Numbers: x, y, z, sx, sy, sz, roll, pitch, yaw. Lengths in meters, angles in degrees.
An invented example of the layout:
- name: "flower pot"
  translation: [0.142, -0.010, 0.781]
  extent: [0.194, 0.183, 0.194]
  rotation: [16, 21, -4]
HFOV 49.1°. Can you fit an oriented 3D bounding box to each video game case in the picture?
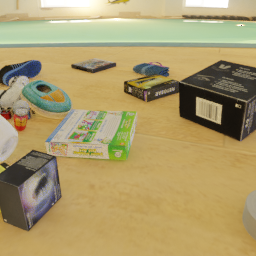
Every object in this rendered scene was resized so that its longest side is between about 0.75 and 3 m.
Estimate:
- name: "video game case"
  translation: [-2.209, -4.088, 18.232]
  extent: [1.988, 0.281, 2.200]
  rotation: [21, 34, 34]

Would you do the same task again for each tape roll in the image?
- name: "tape roll"
  translation: [3.334, 1.983, 6.115]
  extent: [1.522, 0.503, 1.522]
  rotation: [1, 27, 0]

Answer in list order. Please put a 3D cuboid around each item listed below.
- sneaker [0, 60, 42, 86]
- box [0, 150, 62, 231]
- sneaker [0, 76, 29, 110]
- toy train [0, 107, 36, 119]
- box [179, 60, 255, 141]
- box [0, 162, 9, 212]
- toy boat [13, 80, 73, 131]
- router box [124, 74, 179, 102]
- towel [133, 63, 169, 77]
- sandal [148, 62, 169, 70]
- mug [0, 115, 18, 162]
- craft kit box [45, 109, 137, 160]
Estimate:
- name: "sneaker"
  translation: [-6.192, -3.249, 15.753]
  extent: [1.156, 1.041, 2.969]
  rotation: [19, 33, 18]
- name: "box"
  translation: [-2.235, 1.399, 6.423]
  extent: [0.782, 1.269, 1.259]
  rotation: [12, 30, 22]
- name: "sneaker"
  translation: [-4.692, -1.545, 12.542]
  extent: [1.522, 0.995, 2.648]
  rotation: [5, 33, 8]
- name: "toy train"
  translation: [-4.905, -0.580, 11.255]
  extent: [2.317, 0.395, 0.531]
  rotation: [0, 31, 0]
- name: "box"
  translation: [3.919, -1.212, 10.746]
  extent: [2.837, 1.666, 2.790]
  rotation: [-29, 39, -30]
- name: "box"
  translation: [-3.765, 1.791, 6.276]
  extent: [1.058, 0.705, 2.812]
  rotation: [21, 33, 34]
- name: "toy boat"
  translation: [-3.388, -0.978, 10.796]
  extent: [2.227, 1.231, 2.649]
  rotation: [28, 40, 9]
- name: "router box"
  translation: [1.181, -2.032, 13.855]
  extent: [2.238, 0.584, 1.759]
  rotation: [-20, 33, -34]
- name: "towel"
  translation: [1.372, -3.485, 16.792]
  extent: [1.189, 0.517, 2.129]
  rotation: [-24, 36, -38]
- name: "sandal"
  translation: [1.796, -4.029, 17.904]
  extent: [1.913, 0.470, 0.778]
  rotation: [18, 32, 31]
- name: "mug"
  translation: [-4.292, 0.141, 8.660]
  extent: [1.820, 1.533, 2.076]
  rotation: [29, 12, 6]
- name: "craft kit box"
  translation: [-1.099, 0.119, 9.619]
  extent: [2.577, 0.633, 2.610]
  rotation: [0, 27, 10]
